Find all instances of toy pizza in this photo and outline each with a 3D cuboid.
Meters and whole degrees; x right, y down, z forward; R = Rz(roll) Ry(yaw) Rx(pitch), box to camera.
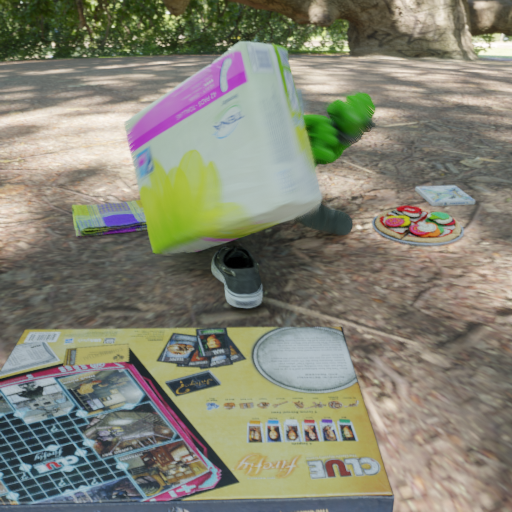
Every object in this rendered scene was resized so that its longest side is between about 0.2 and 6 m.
[{"bbox_3d":[3.775,-0.772,13.108,2.092,0.332,2.092,0,26,0],"label":"toy pizza"}]

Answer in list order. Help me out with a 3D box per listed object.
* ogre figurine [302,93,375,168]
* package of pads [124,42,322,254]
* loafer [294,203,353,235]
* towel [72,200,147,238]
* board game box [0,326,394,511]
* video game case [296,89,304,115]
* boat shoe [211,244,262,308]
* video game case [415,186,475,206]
[{"bbox_3d":[0.543,-2.173,12.992,2.320,4.728,2.835,45,17,7],"label":"ogre figurine"},{"bbox_3d":[-0.748,-1.668,10.095,1.267,2.870,3.715,-9,-6,-46],"label":"package of pads"},{"bbox_3d":[1.290,-0.858,12.378,1.877,0.674,0.590,20,-12,-32],"label":"loafer"},{"bbox_3d":[-3.159,-1.029,13.707,2.528,0.288,1.815,-9,28,-18],"label":"towel"},{"bbox_3d":[-0.972,2.005,6.774,4.531,0.784,3.070,0,26,-1],"label":"board game box"},{"bbox_3d":[0.772,-3.679,14.076,0.127,1.017,1.422,0,12,36],"label":"video game case"},{"bbox_3d":[-0.333,0.183,10.508,0.855,0.705,2.492,-4,19,-11],"label":"boat shoe"},{"bbox_3d":[5.083,-1.638,15.145,1.157,0.140,1.269,-3,26,-5],"label":"video game case"}]
